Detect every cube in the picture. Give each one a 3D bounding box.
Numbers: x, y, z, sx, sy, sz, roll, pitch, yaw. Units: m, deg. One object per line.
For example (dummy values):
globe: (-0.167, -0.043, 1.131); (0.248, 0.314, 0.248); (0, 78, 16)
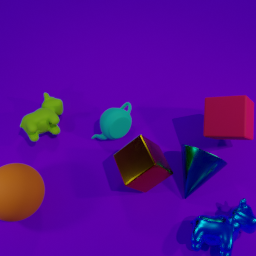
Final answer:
cube: (0.371, 0.900, 6.924); (0.929, 0.929, 0.929); (-38, 51, 17)
cube: (2.642, -0.233, 7.308); (1.027, 1.027, 1.027); (0, 85, 34)

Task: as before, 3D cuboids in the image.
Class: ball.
ball: (-2.575, 1.454, 6.387); (1.300, 1.300, 1.300); (0, 55, 0)

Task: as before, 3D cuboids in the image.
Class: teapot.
teapot: (-0.434, -0.137, 7.999); (1.499, 0.932, 0.734); (-48, 46, 0)

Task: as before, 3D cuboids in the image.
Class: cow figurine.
cow figurine: (2.165, 2.197, 6.382); (1.432, 0.786, 1.409); (8, 48, 22)
cow figurine: (-2.448, -0.354, 8.021); (1.399, 0.768, 1.377); (-22, 49, -29)

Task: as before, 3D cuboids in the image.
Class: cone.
cone: (1.687, 1.229, 7.109); (1.237, 1.237, 1.241); (23, 83, 15)
